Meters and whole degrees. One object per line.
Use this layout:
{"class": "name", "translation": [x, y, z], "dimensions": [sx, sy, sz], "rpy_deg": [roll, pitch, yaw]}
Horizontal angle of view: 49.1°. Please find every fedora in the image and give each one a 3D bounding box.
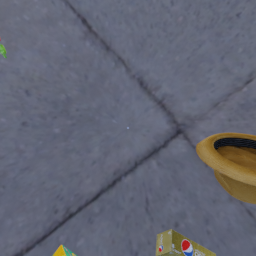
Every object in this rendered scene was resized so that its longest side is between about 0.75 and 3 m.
{"class": "fedora", "translation": [1.661, 0.583, 3.827], "dimensions": [1.512, 1.512, 0.617], "rpy_deg": [3, 114, 0]}

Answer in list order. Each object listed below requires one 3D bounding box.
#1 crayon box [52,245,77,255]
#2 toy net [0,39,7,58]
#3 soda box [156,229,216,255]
{"class": "crayon box", "translation": [-0.867, 2.099, 3.518], "dimensions": [0.369, 1.266, 0.752], "rpy_deg": [44, 75, -15]}
{"class": "toy net", "translation": [-2.327, -1.707, 4.402], "dimensions": [0.246, 0.668, 1.273], "rpy_deg": [-30, 125, -24]}
{"class": "soda box", "translation": [1.071, 2.289, 5.049], "dimensions": [1.210, 0.387, 0.410], "rpy_deg": [35, 39, -22]}
